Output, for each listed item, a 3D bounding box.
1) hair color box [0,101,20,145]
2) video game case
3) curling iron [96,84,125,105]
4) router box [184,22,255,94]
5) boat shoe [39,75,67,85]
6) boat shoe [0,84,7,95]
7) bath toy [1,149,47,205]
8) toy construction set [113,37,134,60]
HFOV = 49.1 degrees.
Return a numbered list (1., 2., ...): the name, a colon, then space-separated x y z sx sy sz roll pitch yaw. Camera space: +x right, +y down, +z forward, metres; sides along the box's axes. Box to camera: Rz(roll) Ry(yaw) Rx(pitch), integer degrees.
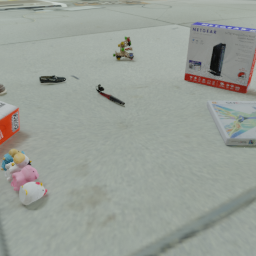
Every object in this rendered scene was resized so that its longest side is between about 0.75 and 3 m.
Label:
1. hair color box: -4.049 0.192 6.860 1.360 0.820 2.679 19 35 11
2. video game case: 3.639 -0.222 8.257 2.141 0.258 2.348 1 31 1
3. curling iron: -0.648 -1.116 9.696 0.197 0.381 1.538 -39 50 -18
4. router box: 3.414 -2.624 10.382 2.439 2.189 0.596 19 36 29
5. boat shoe: -2.960 -1.926 11.042 1.038 0.313 0.392 -11 33 -17
6. boat shoe: -5.338 -1.537 10.171 1.822 0.542 0.654 6 32 10
7. bath toy: -2.187 1.012 5.967 0.545 0.641 1.475 2 27 -44
8. toy construction set: -0.268 -3.804 13.745 0.984 1.068 1.281 -11 10 5
